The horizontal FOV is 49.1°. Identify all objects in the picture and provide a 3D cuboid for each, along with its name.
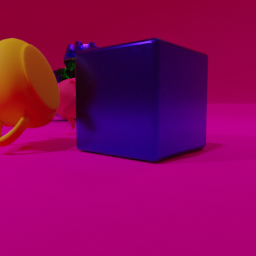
[{"bbox_3d":[-1.424,-1.219,8.843,0.379,2.050,2.050,3,6,33],"label":"gear"},{"bbox_3d":[-2.269,-1.137,9.866,1.354,1.354,1.354,6,-14,47],"label":"cube"},{"bbox_3d":[-1.207,-2.256,9.415,1.818,0.336,1.818,10,-14,3],"label":"gear"},{"bbox_3d":[0.198,-0.356,3.759,1.297,1.297,1.297,4,6,39],"label":"cube"},{"bbox_3d":[-1.092,-0.492,5.542,0.858,0.676,1.380,-21,-24,-29],"label":"teapot"},{"bbox_3d":[-1.633,-0.611,4.026,1.004,2.050,1.275,-18,-37,9],"label":"teapot"}]
